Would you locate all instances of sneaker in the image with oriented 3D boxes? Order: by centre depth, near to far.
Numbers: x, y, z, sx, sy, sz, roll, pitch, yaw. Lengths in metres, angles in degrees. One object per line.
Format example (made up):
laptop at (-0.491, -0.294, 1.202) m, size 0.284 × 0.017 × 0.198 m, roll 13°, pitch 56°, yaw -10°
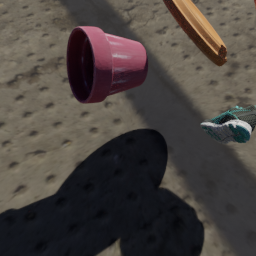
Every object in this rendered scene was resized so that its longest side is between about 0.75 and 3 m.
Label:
sneaker at (1.902, -0.090, 5.161) m, size 0.566 × 1.460 × 0.666 m, roll 45°, pitch 80°, yaw -11°

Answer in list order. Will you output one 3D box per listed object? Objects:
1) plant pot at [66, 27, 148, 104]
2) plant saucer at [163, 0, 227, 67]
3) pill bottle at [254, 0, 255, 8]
plant pot at (-0.409, -1.346, 6.004) m, size 1.398 × 1.562 × 1.562 m, roll -10°, pitch 54°, yaw -29°
plant saucer at (1.669, -2.495, 6.749) m, size 0.373 × 2.313 × 2.313 m, roll -37°, pitch 52°, yaw 28°
pill bottle at (3.401, -2.468, 6.120) m, size 1.037 × 1.037 × 1.817 m, roll -4°, pitch 79°, yaw -3°
